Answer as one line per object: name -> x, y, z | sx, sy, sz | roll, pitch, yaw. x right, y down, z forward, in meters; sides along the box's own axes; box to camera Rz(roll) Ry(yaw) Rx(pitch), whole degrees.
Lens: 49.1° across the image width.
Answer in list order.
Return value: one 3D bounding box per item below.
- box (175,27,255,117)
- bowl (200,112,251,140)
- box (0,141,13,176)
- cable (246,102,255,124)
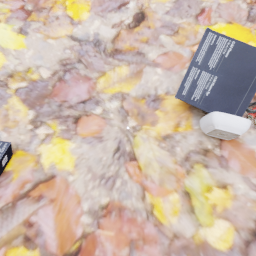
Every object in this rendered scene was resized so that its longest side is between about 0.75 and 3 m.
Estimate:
box -> 2.594, -1.385, 7.666 | 1.843, 1.054, 2.024 | 28, 109, 14
bowl -> 2.531, -0.010, 7.436 | 1.115, 1.113, 0.416 | 15, 75, -4
box -> -3.589, 0.770, 7.190 | 0.877, 0.502, 0.963 | 9, 35, -2
cable -> 3.994, -0.675, 8.351 | 0.792, 0.410, 1.631 | 29, 55, 16
